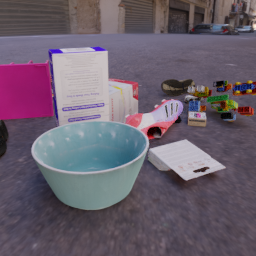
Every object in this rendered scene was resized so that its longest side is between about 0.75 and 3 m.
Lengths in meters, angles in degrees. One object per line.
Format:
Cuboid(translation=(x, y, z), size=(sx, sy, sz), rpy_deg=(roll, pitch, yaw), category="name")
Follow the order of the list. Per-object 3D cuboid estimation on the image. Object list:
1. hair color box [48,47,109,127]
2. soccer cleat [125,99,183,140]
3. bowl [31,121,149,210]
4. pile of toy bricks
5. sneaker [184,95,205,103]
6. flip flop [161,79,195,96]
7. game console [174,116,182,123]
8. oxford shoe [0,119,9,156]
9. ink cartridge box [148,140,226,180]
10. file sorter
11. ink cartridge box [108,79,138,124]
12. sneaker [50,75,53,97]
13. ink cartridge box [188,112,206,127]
Cuboid(translation=(-1.430, -0.908, 8.487), size=(1.575, 2.882, 0.934), rpy_deg=(-8, 24, -20), category="hair color box")
Cuboid(translation=(1.071, -0.195, 9.543), size=(2.959, 0.987, 1.131), rpy_deg=(-20, 53, -42), category="soccer cleat")
Cuboid(translation=(-0.799, 0.881, 6.331), size=(2.514, 1.315, 2.514), rpy_deg=(0, 23, 0), category="bowl")
Cuboid(translation=(3.817, -0.977, 11.008), size=(2.835, 1.573, 1.399), rpy_deg=(0, -11, 43), category="pile of toy bricks")
Cuboid(translation=(3.063, -1.299, 12.701), size=(0.956, 0.353, 0.379), rpy_deg=(-10, 34, -7), category="sneaker")
Cuboid(translation=(2.460, -2.062, 13.957), size=(2.060, 0.835, 0.593), rpy_deg=(-13, 10, -31), category="flip flop")
Cuboid(translation=(1.525, -0.339, 10.686), size=(0.983, 0.119, 0.580), rpy_deg=(0, 23, 0), category="game console")
Cuboid(translation=(-4.134, 0.406, 8.370), size=(0.864, 0.744, 2.046), rpy_deg=(-19, 22, -12), category="oxford shoe")
Cuboid(translation=(1.515, 0.927, 7.479), size=(1.327, 0.413, 1.649), rpy_deg=(-12, 30, -25), category="ink cartridge box")
Cuboid(translation=(-4.583, -1.639, 11.263), size=(2.967, 2.062, 1.861), rpy_deg=(-5, 23, -10), category="file sorter")
Cuboid(translation=(-0.682, -0.899, 10.345), size=(1.384, 1.391, 1.914), rpy_deg=(15, 27, 30), category="ink cartridge box")
Cuboid(translation=(-3.544, -2.313, 13.991), size=(1.165, 1.150, 2.977), rpy_deg=(9, 26, 15), category="sneaker")
Cuboid(translation=(2.572, -0.346, 10.473), size=(0.653, 0.298, 0.793), rpy_deg=(3, 23, 10), category="ink cartridge box")
